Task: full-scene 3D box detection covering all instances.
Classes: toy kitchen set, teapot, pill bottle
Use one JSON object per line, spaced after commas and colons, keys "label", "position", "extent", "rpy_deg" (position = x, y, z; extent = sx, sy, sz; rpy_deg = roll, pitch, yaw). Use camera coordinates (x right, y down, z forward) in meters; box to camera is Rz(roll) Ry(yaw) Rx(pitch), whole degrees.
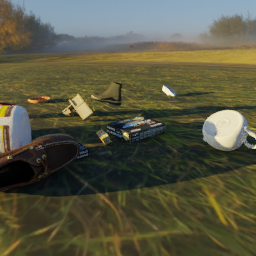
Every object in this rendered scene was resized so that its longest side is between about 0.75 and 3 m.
{"label": "toy kitchen set", "position": [-2.110, -0.593, 12.219], "extent": [1.029, 1.138, 1.261], "rpy_deg": [-38, -16, -3]}
{"label": "teapot", "position": [3.051, 0.206, 8.551], "extent": [1.389, 1.028, 1.407], "rpy_deg": [-27, 33, 10]}
{"label": "pill bottle", "position": [-4.136, 0.275, 7.134], "extent": [2.994, 1.635, 1.635], "rpy_deg": [-2, 17, -9]}

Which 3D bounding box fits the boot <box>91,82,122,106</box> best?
{"label": "boot", "position": [-0.906, -1.646, 12.462], "extent": [1.457, 1.008, 0.565], "rpy_deg": [14, 20, 16]}

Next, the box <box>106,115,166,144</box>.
{"label": "box", "position": [0.288, 0.014, 10.041], "extent": [1.697, 0.390, 1.349], "rpy_deg": [-15, 24, -37]}

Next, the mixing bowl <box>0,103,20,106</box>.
{"label": "mixing bowl", "position": [-5.221, -0.749, 12.154], "extent": [1.036, 0.561, 1.036], "rpy_deg": [11, 8, -1]}

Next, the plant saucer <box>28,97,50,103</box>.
{"label": "plant saucer", "position": [-4.944, -1.564, 15.637], "extent": [1.160, 0.187, 1.160], "rpy_deg": [1, 17, 0]}

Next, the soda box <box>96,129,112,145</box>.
{"label": "soda box", "position": [-0.806, 0.299, 9.311], "extent": [0.244, 0.258, 0.761], "rpy_deg": [-31, 25, -10]}

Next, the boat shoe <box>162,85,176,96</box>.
{"label": "boat shoe", "position": [2.570, -2.230, 17.461], "extent": [0.436, 0.387, 1.185], "rpy_deg": [-3, 37, -31]}

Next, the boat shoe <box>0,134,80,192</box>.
{"label": "boat shoe", "position": [-2.304, 0.880, 6.444], "extent": [2.749, 0.968, 0.967], "rpy_deg": [-19, 25, -31]}

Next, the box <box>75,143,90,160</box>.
{"label": "box", "position": [-1.825, 0.702, 8.085], "extent": [1.150, 0.265, 0.914], "rpy_deg": [-14, 22, -39]}
